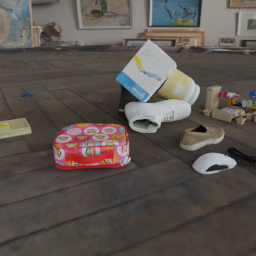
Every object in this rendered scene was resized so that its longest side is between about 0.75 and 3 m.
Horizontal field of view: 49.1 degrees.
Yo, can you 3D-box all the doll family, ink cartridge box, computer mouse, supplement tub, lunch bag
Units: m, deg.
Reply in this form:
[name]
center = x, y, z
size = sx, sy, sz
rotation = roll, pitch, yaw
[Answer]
[doll family]
center = 4.899, -1.069, 11.860
size = 1.324, 0.961, 2.133
rotation = 2, 4, -43
[ink cartridge box]
center = 0.673, -1.930, 9.742
size = 1.238, 1.712, 1.261
rotation = 42, 12, 4
[computer mouse]
center = 2.542, 0.842, 7.503
size = 1.746, 0.383, 0.958
rotation = -9, 24, -22
[supplement tub]
center = 1.924, -1.742, 11.792
size = 1.858, 1.351, 1.351
rotation = 28, 14, -17
[lunch bag]
center = -0.977, 0.517, 7.698
size = 2.055, 0.842, 1.811
rotation = -2, 21, -4

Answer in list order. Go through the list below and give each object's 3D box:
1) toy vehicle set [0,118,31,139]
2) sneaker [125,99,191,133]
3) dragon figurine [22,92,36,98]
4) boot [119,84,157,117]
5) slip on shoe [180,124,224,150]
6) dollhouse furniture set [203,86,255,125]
[toy vehicle set]
center = -4.417, 0.052, 9.790
size = 1.793, 0.238, 1.114
rotation = -11, 23, -26
[sneaker]
center = 1.198, -0.346, 10.163
size = 2.524, 0.930, 1.459
rotation = -4, 30, -5
[dragon figurine]
center = -5.144, -1.707, 14.443
size = 0.832, 0.245, 0.414
rotation = 13, 24, 32
[boot]
center = 0.809, -1.306, 11.216
size = 2.379, 1.646, 0.922
rotation = -5, 10, -20
[slip on shoe]
center = 2.429, 0.165, 8.990
size = 1.957, 0.593, 0.744
rotation = -14, 25, -33
[dollhouse furniture set]
center = 4.183, -0.917, 11.241
size = 1.212, 1.035, 2.338
rotation = -18, 28, -40
